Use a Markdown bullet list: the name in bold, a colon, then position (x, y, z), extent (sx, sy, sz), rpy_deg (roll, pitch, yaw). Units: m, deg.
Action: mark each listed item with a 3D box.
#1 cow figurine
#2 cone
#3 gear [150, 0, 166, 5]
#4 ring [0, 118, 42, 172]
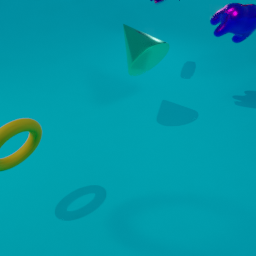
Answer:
- **cow figurine**: position (3.234, -2.963, 7.323), extent (1.659, 1.633, 0.911), rpy_deg (2, 70, -31)
- **cone**: position (0.216, -2.292, 7.457), extent (1.282, 1.282, 1.286), rpy_deg (-27, 76, -26)
- **gear**: position (0.765, -4.512, 8.611), extent (0.246, 1.332, 1.332), rpy_deg (-15, 30, 37)
- **ring**: position (-2.071, 0.314, 5.077), extent (0.237, 1.183, 1.183), rpy_deg (41, 54, 17)
